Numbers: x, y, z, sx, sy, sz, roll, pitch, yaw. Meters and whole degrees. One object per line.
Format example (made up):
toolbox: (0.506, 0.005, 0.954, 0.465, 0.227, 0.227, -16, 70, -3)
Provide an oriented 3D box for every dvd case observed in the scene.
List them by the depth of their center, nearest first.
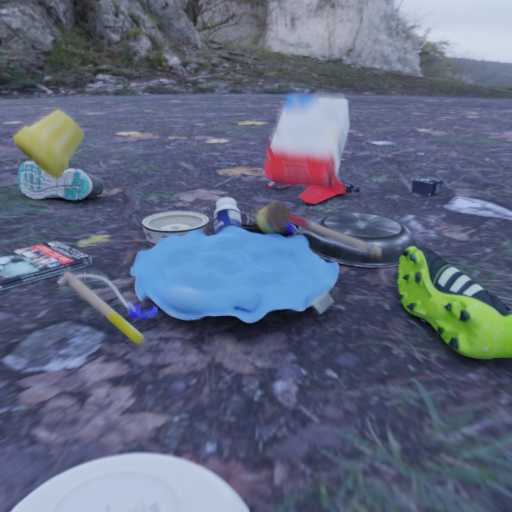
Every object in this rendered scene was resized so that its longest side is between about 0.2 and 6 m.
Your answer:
dvd case: (-4.031, 0.143, 9.912, 1.295, 0.195, 1.775, 18, 26, 41)

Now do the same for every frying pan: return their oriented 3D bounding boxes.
frying pan: (1.507, -0.555, 11.399, 3.759, 0.612, 2.274, 22, 29, 39)

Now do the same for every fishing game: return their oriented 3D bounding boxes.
fishing game: (-0.309, 0.316, 8.765, 4.641, 0.721, 3.323, -20, 30, -38)

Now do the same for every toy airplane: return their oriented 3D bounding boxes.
toy airplane: (1.485, -1.967, 15.156, 2.775, 0.510, 2.775, 1, 19, 0)

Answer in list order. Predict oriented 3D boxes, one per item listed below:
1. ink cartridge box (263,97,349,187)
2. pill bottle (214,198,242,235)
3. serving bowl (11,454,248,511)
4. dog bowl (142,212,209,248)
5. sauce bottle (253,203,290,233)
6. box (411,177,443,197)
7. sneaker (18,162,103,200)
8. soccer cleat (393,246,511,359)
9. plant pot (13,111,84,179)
ink cartridge box: (0.756, -1.578, 8.209, 0.941, 0.545, 1.621, 8, 57, 17)
pill bottle: (-0.552, -0.649, 10.860, 0.515, 0.515, 0.927, -3, 60, -7)
serving bowl: (-0.956, 2.090, 3.928, 2.116, 0.696, 2.116, 1, 20, 0)
dog bowl: (-1.597, -0.480, 11.164, 1.324, 0.488, 1.324, 0, 21, 0)
sauce bottle: (0.239, -0.668, 10.302, 0.485, 0.485, 1.470, -4, 0, -10)
box: (4.616, -1.867, 15.105, 0.613, 0.360, 0.602, -21, 28, -41)
sneaker: (-5.104, -1.888, 14.704, 2.518, 0.977, 1.148, 14, 9, 22)
soccer cleat: (2.767, 0.637, 7.825, 1.095, 0.913, 2.703, 12, 20, -13)
plant pot: (-3.603, -2.030, 9.928, 0.921, 0.979, 0.979, -51, 40, -13)
